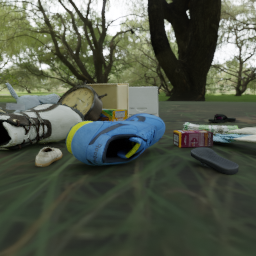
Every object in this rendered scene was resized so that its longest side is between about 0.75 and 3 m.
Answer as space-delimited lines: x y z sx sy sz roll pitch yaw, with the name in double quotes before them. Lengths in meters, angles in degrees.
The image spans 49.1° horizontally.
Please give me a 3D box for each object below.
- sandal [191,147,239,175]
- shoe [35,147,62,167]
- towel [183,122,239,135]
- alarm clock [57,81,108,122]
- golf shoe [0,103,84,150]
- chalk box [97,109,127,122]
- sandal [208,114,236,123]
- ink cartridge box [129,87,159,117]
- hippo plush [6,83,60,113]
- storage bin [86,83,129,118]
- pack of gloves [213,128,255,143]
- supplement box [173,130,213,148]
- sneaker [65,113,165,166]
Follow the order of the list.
"sandal" 1.573 0.649 5.313 0.444 0.250 1.166 -10 19 -18
"shoe" -1.612 0.537 5.788 0.370 0.282 1.058 0 7 2
"towel" 3.032 -0.024 10.287 1.954 0.300 1.458 2 8 15
"alarm clock" -1.630 -0.436 8.612 1.425 2.113 0.704 35 -13 38
"golf shoe" -2.532 0.089 7.109 3.000 1.166 1.417 -5 24 -18
"chalk box" -0.841 -0.195 9.242 1.433 0.888 0.894 5 8 31
"sandal" 4.527 -0.493 13.582 1.722 0.412 0.647 -5 9 -34
"ink cartridge box" 0.473 -1.257 14.431 1.700 1.692 2.317 -3 8 -10
"hippo plush" -3.182 -0.245 9.216 2.002 1.595 1.610 7 -27 -37
"storage bin" -0.906 -0.756 10.388 1.730 1.743 0.817 3 10 26
"pack of gloves" 3.406 0.351 7.463 2.109 0.495 2.511 -9 3 -22
"supplement box" 1.717 0.277 7.416 0.926 0.397 0.511 -1 7 -7
"sneaker" 0.105 0.286 5.840 1.096 0.922 2.796 21 19 38
